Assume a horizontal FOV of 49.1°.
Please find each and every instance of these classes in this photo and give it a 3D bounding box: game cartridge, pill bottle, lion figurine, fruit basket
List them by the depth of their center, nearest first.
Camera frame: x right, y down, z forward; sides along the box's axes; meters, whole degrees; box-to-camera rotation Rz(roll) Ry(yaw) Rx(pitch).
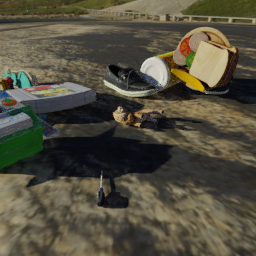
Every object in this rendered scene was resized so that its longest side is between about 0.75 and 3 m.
[{"bbox_3d":[-3.416,-0.175,6.935,2.548,1.194,2.360,38,40,23],"label":"fruit basket"},{"bbox_3d":[0.364,-0.361,8.651,1.544,0.559,0.945,-3,14,-40],"label":"lion figurine"},{"bbox_3d":[-2.704,-1.077,9.808,2.914,0.596,1.940,-16,30,-36],"label":"game cartridge"},{"bbox_3d":[1.775,-2.522,12.071,1.381,1.381,2.486,18,31,34],"label":"pill bottle"}]

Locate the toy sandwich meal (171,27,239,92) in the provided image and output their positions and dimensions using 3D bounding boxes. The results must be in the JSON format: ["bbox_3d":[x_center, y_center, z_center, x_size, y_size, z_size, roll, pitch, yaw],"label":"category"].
[{"bbox_3d":[2.643,-2.422,10.139,2.523,2.523,0.864,20,24,36],"label":"toy sandwich meal"}]

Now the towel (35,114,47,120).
[{"bbox_3d":[-3.330,-0.072,8.303,1.262,0.187,1.721,5,26,12],"label":"towel"}]

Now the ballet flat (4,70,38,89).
[{"bbox_3d":[-4.198,-1.963,11.512,0.872,0.943,2.796,-10,26,-42],"label":"ballet flat"}]

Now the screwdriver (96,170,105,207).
[{"bbox_3d":[-0.543,1.156,5.691,0.164,0.171,1.177,0,29,-4],"label":"screwdriver"}]

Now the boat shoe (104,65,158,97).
[{"bbox_3d":[0.022,-1.955,11.443,1.113,0.928,2.982,-16,31,-35],"label":"boat shoe"}]

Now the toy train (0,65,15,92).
[{"bbox_3d":[-4.852,-1.825,10.925,0.662,1.144,0.484,-25,35,-34],"label":"toy train"}]

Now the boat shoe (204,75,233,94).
[{"bbox_3d":[3.891,-2.193,11.849,1.096,0.973,2.933,14,28,29],"label":"boat shoe"}]
